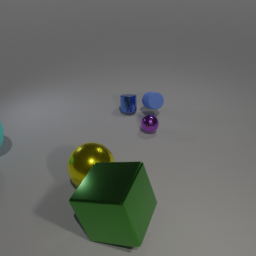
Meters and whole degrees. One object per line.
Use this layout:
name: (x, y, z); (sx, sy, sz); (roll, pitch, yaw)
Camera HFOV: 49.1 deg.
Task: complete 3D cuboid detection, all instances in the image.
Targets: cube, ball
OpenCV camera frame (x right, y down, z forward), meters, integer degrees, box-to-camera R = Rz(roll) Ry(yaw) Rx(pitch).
cube: (-0.288, 1.781, 6.771); (1.400, 1.400, 1.400); (-5, 30, 28)
ball: (0.842, -0.167, 10.815); (0.700, 0.700, 0.700); (0, 33, 0)
ball: (-1.063, 1.112, 8.192); (1.400, 1.400, 1.400); (0, 33, 0)

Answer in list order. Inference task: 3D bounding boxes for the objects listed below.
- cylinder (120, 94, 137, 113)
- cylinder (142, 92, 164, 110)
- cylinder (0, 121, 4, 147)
cylinder: (0.023, -1.070, 12.094); (0.700, 0.700, 0.700); (-2, 17, 0)
cylinder: (1.033, -1.150, 11.695); (0.700, 0.700, 0.700); (-12, 13, -18)
cylinder: (-5.020, 0.205, 8.947); (1.400, 1.400, 1.400); (18, 9, 26)
